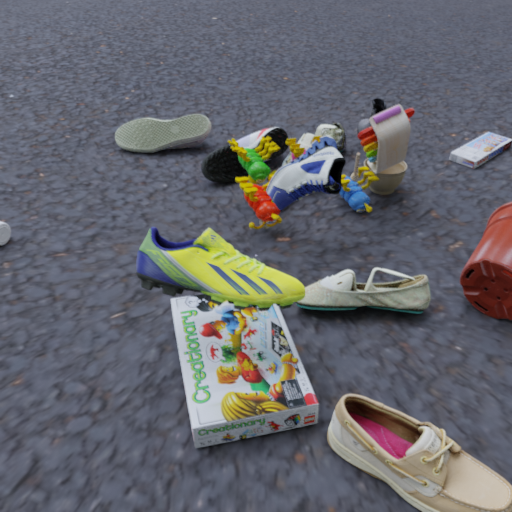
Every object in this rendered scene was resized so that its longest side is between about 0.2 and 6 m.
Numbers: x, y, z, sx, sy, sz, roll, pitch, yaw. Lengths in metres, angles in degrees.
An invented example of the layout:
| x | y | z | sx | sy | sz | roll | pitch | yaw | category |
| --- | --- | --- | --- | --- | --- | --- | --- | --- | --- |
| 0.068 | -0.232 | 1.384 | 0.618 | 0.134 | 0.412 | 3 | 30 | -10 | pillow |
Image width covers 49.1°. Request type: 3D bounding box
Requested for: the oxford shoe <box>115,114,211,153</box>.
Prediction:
| x | y | z | sx | sy | sz | roll | pitch | yaw | category |
| --- | --- | --- | --- | --- | --- | --- | --- | --- | --- |
| -2.509 | -3.283 | 15.319 | 2.649 | 0.996 | 0.765 | -8 | -8 | 2 | oxford shoe |

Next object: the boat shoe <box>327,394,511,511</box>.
| x | y | z | sx | sy | sz | roll | pitch | yaw | category |
| --- | --- | --- | --- | --- | --- | --- | --- | --- | --- |
| 2.008 | 2.482 | 6.956 | 2.417 | 0.836 | 0.891 | 19 | 39 | 25 | boat shoe |

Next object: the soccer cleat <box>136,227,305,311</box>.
| x | y | z | sx | sy | sz | roll | pitch | yaw | category |
| --- | --- | --- | --- | --- | --- | --- | --- | --- | --- |
| -0.493 | 0.157 | 8.035 | 2.494 | 1.043 | 0.806 | 10 | 2 | 4 | soccer cleat |

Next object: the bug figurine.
| x | y | z | sx | sy | sz | roll | pitch | yaw | category |
| --- | --- | --- | --- | --- | --- | --- | --- | --- | --- |
| 0.887 | -1.696 | 12.547 | 3.425 | 0.881 | 2.656 | -8 | 47 | -26 | bug figurine |

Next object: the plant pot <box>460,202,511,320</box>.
| x | y | z | sx | sy | sz | roll | pitch | yaw | category |
| --- | --- | --- | --- | --- | --- | --- | --- | --- | --- |
| 4.479 | 0.159 | 9.747 | 1.674 | 1.674 | 1.628 | 27 | 51 | 33 | plant pot |

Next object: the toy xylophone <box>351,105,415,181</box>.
| x | y | z | sx | sy | sz | roll | pitch | yaw | category |
| --- | --- | --- | --- | --- | --- | --- | --- | --- | --- |
| 2.610 | -2.299 | 11.803 | 1.440 | 1.967 | 0.494 | -23 | 69 | -7 | toy xylophone |

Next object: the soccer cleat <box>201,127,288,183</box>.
| x | y | z | sx | sy | sz | roll | pitch | yaw | category |
| --- | --- | --- | --- | --- | --- | --- | --- | --- | --- |
| -0.387 | -2.539 | 14.259 | 2.691 | 0.918 | 0.985 | -31 | 21 | -30 | soccer cleat |

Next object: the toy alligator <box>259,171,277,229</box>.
| x | y | z | sx | sy | sz | roll | pitch | yaw | category |
| --- | --- | --- | --- | --- | --- | --- | --- | --- | --- |
| 0.299 | -1.273 | 12.632 | 0.548 | 0.598 | 2.018 | -20 | 34 | 42 | toy alligator |

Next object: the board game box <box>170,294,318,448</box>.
| x | y | z | sx | sy | sz | roll | pitch | yaw | category |
| --- | --- | --- | --- | --- | --- | --- | --- | --- | --- |
| -0.296 | 1.533 | 8.611 | 1.739 | 0.477 | 2.754 | -9 | 36 | -11 | board game box |

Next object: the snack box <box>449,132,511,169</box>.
| x | y | z | sx | sy | sz | roll | pitch | yaw | category |
| --- | --- | --- | --- | --- | --- | --- | --- | --- | --- |
| 6.073 | -2.865 | 15.081 | 2.035 | 0.247 | 0.731 | -28 | 44 | -34 | snack box |

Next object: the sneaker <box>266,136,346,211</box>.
| x | y | z | sx | sy | sz | roll | pitch | yaw | category |
| --- | --- | --- | --- | --- | --- | --- | --- | --- | --- |
| 1.043 | -1.434 | 10.631 | 1.686 | 0.681 | 0.974 | -42 | 51 | 10 | sneaker |

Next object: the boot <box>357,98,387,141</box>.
| x | y | z | sx | sy | sz | roll | pitch | yaw | category |
| --- | --- | --- | --- | --- | --- | --- | --- | --- | --- |
| 3.274 | -3.701 | 15.322 | 0.708 | 1.336 | 2.029 | -3 | 35 | -3 | boot |

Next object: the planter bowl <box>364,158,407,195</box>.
| x | y | z | sx | sy | sz | roll | pitch | yaw | category |
| --- | --- | --- | --- | --- | --- | --- | --- | --- | --- |
| 3.025 | -1.876 | 13.314 | 0.994 | 0.669 | 0.994 | 1 | 35 | 0 | planter bowl |

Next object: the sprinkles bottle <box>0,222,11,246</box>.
| x | y | z | sx | sy | sz | roll | pitch | yaw | category |
| --- | --- | --- | --- | --- | --- | --- | --- | --- | --- |
| -5.821 | -0.577 | 11.618 | 1.429 | 0.488 | 0.488 | 12 | 37 | 17 | sprinkles bottle |

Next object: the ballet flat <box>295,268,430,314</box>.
| x | y | z | sx | sy | sz | roll | pitch | yaw | category |
| --- | --- | --- | --- | --- | --- | --- | --- | --- | --- |
| 1.833 | 0.551 | 9.741 | 2.353 | 0.734 | 0.793 | 2 | 12 | 0 | ballet flat |

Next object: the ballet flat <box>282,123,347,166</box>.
| x | y | z | sx | sy | sz | roll | pitch | yaw | category |
| --- | --- | --- | --- | --- | --- | --- | --- | --- | --- |
| 1.491 | -2.817 | 14.446 | 0.965 | 0.965 | 2.684 | 23 | 41 | 29 | ballet flat |
